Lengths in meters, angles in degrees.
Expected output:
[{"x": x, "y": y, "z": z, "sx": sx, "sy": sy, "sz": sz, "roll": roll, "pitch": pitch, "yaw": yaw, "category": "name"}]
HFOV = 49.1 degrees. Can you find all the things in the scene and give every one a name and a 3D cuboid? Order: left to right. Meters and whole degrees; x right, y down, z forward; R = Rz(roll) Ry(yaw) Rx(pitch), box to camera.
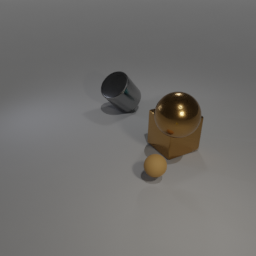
[{"x": -0.304, "y": -1.633, "z": 12.818, "sx": 1.400, "sy": 1.400, "sz": 1.400, "roll": -13, "pitch": 61, "yaw": 24, "category": "cylinder"}, {"x": 0.822, "y": 1.133, "z": 8.420, "sx": 0.700, "sy": 0.700, "sz": 0.700, "roll": 0, "pitch": 29, "yaw": 0, "category": "ball"}, {"x": 1.681, "y": 0.076, "z": 10.220, "sx": 1.400, "sy": 1.400, "sz": 1.400, "roll": -15, "pitch": 32, "yaw": -26, "category": "cube"}, {"x": 1.493, "y": -0.394, "z": 8.444, "sx": 1.400, "sy": 1.400, "sz": 1.400, "roll": 0, "pitch": 29, "yaw": 0, "category": "ball"}]
